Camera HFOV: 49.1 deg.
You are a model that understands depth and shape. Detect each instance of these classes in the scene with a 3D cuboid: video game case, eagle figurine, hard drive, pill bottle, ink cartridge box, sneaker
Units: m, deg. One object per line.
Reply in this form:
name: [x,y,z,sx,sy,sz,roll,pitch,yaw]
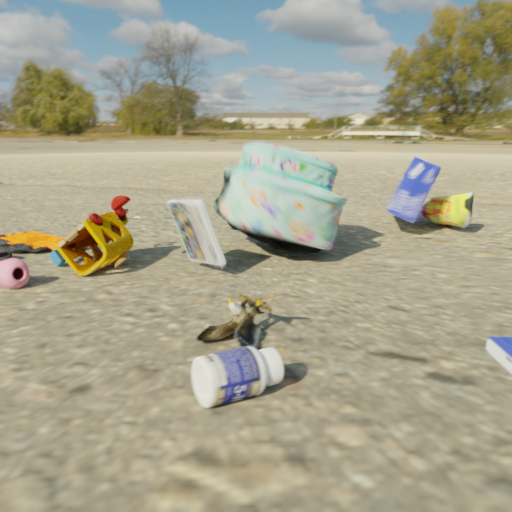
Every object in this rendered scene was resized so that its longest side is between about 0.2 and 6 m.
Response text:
video game case: [-0.941,-0.375,8.780,0.123,1.071,0.976,-32,23,-30]
eagle figurine: [-0.197,0.752,6.129,0.646,0.643,0.852,-43,12,47]
hard drive: [3.154,1.019,5.454,1.434,0.182,0.946,0,13,-1]
pill bottle: [-0.153,1.027,4.876,0.728,0.436,0.436,-8,15,-27]
ink cartridge box: [3.522,-1.494,12.709,0.604,1.284,2.731,26,11,9]
sneaker: [4.213,-1.010,12.487,0.858,0.743,1.901,9,-4,0]

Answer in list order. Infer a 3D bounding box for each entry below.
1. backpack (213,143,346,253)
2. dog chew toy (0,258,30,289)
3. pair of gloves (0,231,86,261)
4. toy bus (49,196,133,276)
backpack: [0.450,-0.986,10.008,2.182,1.851,2.458,16,11,-12]
dog chew toy: [-3.652,0.257,8.224,0.721,0.449,0.449,0,10,41]
pair of gloves: [-4.553,-0.120,10.087,2.106,0.292,2.364,6,15,24]
toy bus: [-2.477,-0.223,9.265,1.621,0.838,1.530,-37,1,-24]
